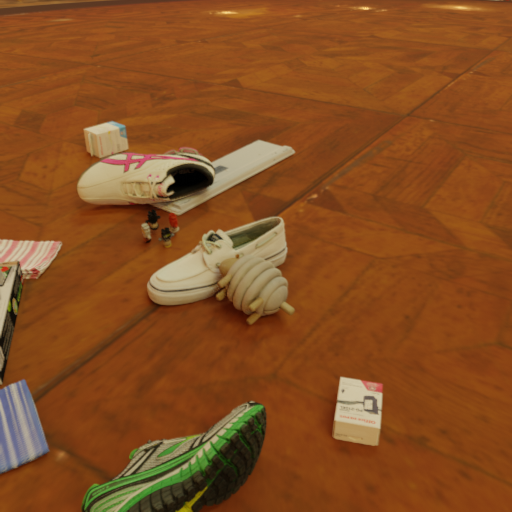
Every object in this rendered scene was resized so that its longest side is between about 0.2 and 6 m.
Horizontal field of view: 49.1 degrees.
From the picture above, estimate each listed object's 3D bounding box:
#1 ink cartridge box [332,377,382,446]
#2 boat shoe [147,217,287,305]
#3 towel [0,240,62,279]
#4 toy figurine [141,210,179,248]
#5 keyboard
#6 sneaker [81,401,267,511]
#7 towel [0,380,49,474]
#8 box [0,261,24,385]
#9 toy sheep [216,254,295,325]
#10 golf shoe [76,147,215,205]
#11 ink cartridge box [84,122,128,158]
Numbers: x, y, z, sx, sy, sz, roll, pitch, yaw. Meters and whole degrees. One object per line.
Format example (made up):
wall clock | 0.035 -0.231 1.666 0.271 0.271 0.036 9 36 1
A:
ink cartridge box | 1.364 2.064 7.484 0.592 0.345 0.818 7 33 11
boat shoe | -0.704 -0.048 10.274 2.879 0.961 1.059 -23 38 -31
towel | -4.750 0.010 10.874 1.614 0.241 1.181 2 31 4
toy figurine | -1.974 -0.546 11.485 0.708 0.492 0.697 9 47 6
keyboard | -0.839 -2.126 14.355 1.314 0.249 4.669 17 36 34
sneaker | -0.860 2.357 6.443 2.462 0.961 1.049 -26 40 -34
towel | -3.793 2.364 7.097 1.978 0.236 1.432 -17 36 -25
box | -4.696 1.051 8.972 1.513 0.477 2.750 -7 33 -11
toy sheep | -0.005 0.544 9.374 1.542 1.063 1.063 38 45 19
golf shoe | -2.446 -1.739 12.553 3.092 1.123 1.424 -14 27 -14
ink cartridge box | -4.245 -3.237 15.623 1.086 0.698 0.680 -27 40 -37
